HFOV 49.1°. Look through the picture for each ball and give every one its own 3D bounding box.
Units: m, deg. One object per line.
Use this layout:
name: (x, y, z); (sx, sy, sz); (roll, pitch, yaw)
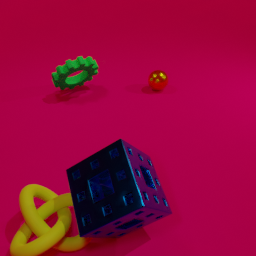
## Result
ball: (1.110, -1.756, 10.320); (0.758, 0.758, 0.758); (0, 35, 0)

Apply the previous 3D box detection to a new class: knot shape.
knot shape: (-1.304, 1.717, 5.186); (1.489, 0.735, 1.591); (6, 38, -8)

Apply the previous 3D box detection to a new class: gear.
gear: (-1.849, -1.905, 9.857); (1.636, 1.636, 0.303); (-20, 77, -26)

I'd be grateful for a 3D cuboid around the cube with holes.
cube with holes: (-0.157, 1.145, 5.025); (1.207, 1.207, 1.207); (-30, 58, 16)
